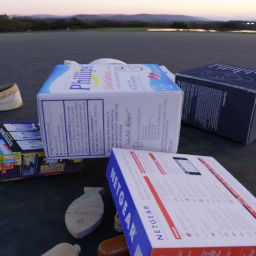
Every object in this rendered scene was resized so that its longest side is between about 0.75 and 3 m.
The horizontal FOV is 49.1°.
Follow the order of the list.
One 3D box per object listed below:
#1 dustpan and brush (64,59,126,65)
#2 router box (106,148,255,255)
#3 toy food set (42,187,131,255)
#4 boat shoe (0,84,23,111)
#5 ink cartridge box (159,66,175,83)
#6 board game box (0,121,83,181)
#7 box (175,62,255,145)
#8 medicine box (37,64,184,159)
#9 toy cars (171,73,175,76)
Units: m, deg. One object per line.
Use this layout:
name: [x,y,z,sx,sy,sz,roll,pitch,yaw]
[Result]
dustpan and brush: [-1.271,-1.986,10.445,2.897,2.022,0.829,25,30,-45]
router box: [1.001,1.274,4.799,2.335,0.636,2.602,7,21,-17]
toy food set: [-0.322,1.876,4.351,1.793,0.444,2.821,5,18,11]
boat shoe: [-5.488,-1.040,10.336,2.970,0.986,1.099,-19,30,-37]
ink cartridge box: [1.123,-1.541,10.999,1.570,0.906,2.149,-11,39,-15]
board game box: [-2.432,0.444,6.947,1.843,0.632,2.229,0,19,-37]
box: [3.401,-1.007,9.323,2.767,1.715,2.720,-21,30,-40]
medicine box: [-0.434,-0.550,6.699,2.833,1.458,2.580,-1,25,-5]
toy cars: [1.503,-2.413,14.178,1.078,0.533,2.405,14,24,31]
